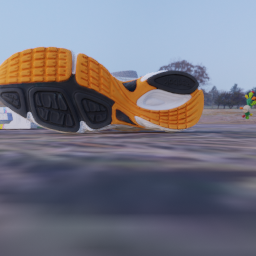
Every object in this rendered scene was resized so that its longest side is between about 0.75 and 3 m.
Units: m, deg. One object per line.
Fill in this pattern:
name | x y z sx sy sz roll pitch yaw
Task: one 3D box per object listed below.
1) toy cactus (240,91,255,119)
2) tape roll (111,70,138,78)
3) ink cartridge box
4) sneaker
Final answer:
toy cactus | 3.256 -0.589 7.649 0.401 0.784 0.647 25 31 26
tape roll | -0.896 -0.734 7.404 2.581 0.853 2.581 -15 2 1
ink cartridge box | -2.570 -0.212 6.273 1.113 0.487 0.808 1 0 1
sneaker | -0.405 -0.348 4.159 2.849 1.078 1.310 7 -9 -19
